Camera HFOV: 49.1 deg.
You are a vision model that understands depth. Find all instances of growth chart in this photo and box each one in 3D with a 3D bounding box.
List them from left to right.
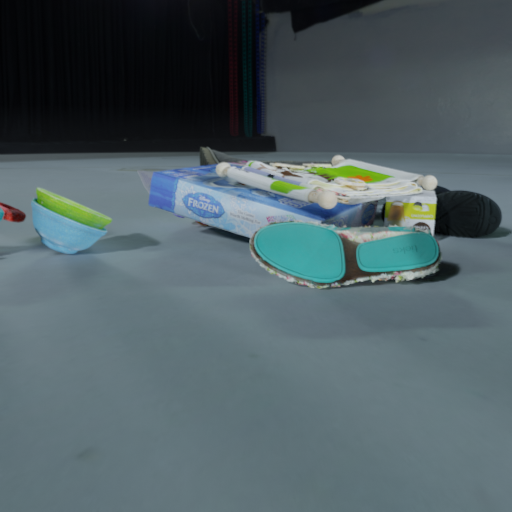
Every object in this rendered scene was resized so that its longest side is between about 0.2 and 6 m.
[{"bbox_3d":[1.207,-1.324,9.454,2.782,0.341,3.844,21,23,38],"label":"growth chart"}]

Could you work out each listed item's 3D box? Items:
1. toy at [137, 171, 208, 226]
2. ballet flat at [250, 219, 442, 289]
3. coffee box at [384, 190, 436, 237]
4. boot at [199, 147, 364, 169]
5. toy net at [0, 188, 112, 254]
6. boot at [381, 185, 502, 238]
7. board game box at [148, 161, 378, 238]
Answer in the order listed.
[{"bbox_3d":[-1.037,-1.001,11.251,2.567,0.606,1.478,3,29,-28],"label":"toy"},{"bbox_3d":[1.093,0.042,7.003,2.384,0.902,0.762,4,-16,-2],"label":"ballet flat"},{"bbox_3d":[2.659,-0.698,9.741,0.826,0.818,0.827,4,15,13],"label":"coffee box"},{"bbox_3d":[0.680,-2.108,14.634,3.954,1.435,3.595,-11,29,-16],"label":"boot"},{"bbox_3d":[-4.244,-1.036,8.156,4.061,0.784,2.130,23,3,-34],"label":"toy net"},{"bbox_3d":[3.695,-0.940,10.762,2.179,0.832,1.831,4,15,34],"label":"boot"},{"bbox_3d":[0.278,-1.001,10.085,3.103,0.676,3.118,19,21,23],"label":"board game box"}]
